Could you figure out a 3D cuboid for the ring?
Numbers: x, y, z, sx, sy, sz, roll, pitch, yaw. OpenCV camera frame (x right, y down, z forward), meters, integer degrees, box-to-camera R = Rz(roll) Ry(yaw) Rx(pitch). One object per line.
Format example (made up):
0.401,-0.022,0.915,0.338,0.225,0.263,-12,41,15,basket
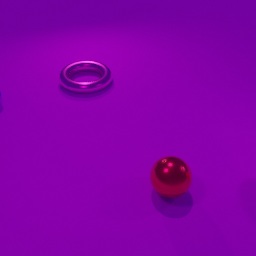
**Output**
-1.650,-2.035,10.970,2.080,0.416,2.080,1,41,-1,ring

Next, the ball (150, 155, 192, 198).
1.034,1.171,6.756,1.012,1.012,1.012,0,40,0,ball
